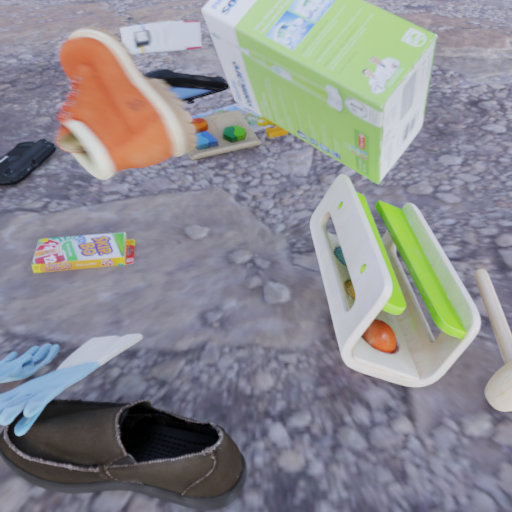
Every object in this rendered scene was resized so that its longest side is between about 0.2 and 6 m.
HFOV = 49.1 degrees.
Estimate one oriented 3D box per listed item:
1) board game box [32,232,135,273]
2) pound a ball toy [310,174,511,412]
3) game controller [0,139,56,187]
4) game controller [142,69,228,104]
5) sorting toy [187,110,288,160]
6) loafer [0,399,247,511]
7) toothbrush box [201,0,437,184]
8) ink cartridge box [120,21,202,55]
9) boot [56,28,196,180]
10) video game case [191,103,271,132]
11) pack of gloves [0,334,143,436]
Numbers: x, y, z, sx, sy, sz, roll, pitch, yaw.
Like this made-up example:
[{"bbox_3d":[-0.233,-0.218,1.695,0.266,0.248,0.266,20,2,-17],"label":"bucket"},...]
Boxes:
[{"bbox_3d":[-2.704,-0.066,8.887,1.522,0.228,0.727,-3,35,-9],"label":"board game box"},{"bbox_3d":[1.942,0.554,7.260,2.179,1.420,3.342,20,31,-16],"label":"pound a ball toy"},{"bbox_3d":[-4.882,-1.909,11.499,0.958,0.387,1.837,-7,32,16],"label":"game controller"},{"bbox_3d":[-1.287,-2.703,9.043,1.072,0.433,2.056,2,14,25],"label":"game controller"},{"bbox_3d":[-0.565,-2.880,12.596,2.316,0.310,1.725,-16,42,-13],"label":"sorting toy"},{"bbox_3d":[-1.348,1.765,5.571,2.556,0.912,0.933,5,35,7],"label":"loafer"},{"bbox_3d":[0.837,-2.438,7.468,2.719,1.980,1.170,34,81,20],"label":"toothbrush box"},{"bbox_3d":[-1.774,-4.094,10.508,1.230,0.526,0.908,9,26,35],"label":"ink cartridge box"},{"bbox_3d":[-1.447,-1.379,4.980,0.986,0.690,1.839,-32,58,-20],"label":"boot"},{"bbox_3d":[-0.592,-3.251,13.513,1.634,0.180,1.488,-26,42,-32],"label":"video game case"},{"bbox_3d":[-2.497,1.450,6.051,1.801,0.423,2.144,-9,9,21],"label":"pack of gloves"}]
